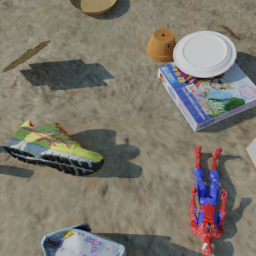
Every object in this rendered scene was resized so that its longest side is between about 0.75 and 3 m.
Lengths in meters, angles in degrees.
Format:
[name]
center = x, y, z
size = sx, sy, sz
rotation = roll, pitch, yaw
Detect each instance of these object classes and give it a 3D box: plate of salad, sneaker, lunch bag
[plate of salad]
center = 2.372, -2.279, 8.742
size = 1.893, 0.455, 1.893
rotation = -5, 61, 9
[sneaker]
center = -1.858, 0.409, 7.407
size = 2.701, 1.055, 1.219
rotation = 14, 58, 9
[lunch bag]
center = -0.908, 2.624, 5.902
size = 1.631, 1.383, 1.037
rotation = 16, 64, 10

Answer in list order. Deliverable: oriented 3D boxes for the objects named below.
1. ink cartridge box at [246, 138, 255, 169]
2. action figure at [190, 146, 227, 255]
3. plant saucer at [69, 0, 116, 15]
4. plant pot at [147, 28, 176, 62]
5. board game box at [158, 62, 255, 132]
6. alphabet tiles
[ink cartridge box]
center = 4.431, 0.796, 7.281
size = 2.030, 0.841, 1.479
rotation = -12, 61, -7
[action figure]
center = 1.958, 1.708, 6.908
size = 0.868, 0.686, 2.653
rotation = 8, 63, 2
[plant saucer]
center = -1.346, -5.007, 10.955
size = 1.880, 0.333, 1.880
rotation = 0, 60, 0
[plant pot]
center = 1.167, -2.872, 9.488
size = 1.043, 0.730, 1.043
rotation = 0, 61, 1
[board game box]
center = 2.499, -1.318, 8.719
size = 2.343, 0.483, 2.348
rotation = -22, 62, -12
[alphabet tiles]
center = -3.162, -2.190, 8.628
size = 1.672, 0.053, 1.391
rotation = -28, 15, 19
